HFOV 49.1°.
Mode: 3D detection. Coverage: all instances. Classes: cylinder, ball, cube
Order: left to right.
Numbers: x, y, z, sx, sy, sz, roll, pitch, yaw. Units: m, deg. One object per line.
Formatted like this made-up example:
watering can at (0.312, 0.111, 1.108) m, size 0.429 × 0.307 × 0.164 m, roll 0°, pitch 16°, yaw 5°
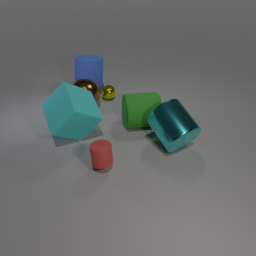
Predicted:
cube at (-2.038, -0.576, 10.257) m, size 1.400 × 1.400 × 1.400 m, roll 16°, pitch 40°, yaw -51°
ball at (-1.967, -1.545, 12.772) m, size 1.400 × 1.400 × 1.400 m, roll 0°, pitch 32°, yaw 0°
cylinder at (-1.957, -2.846, 14.029) m, size 1.400 × 1.400 × 1.400 m, roll 3°, pitch 24°, yaw -1°
cylinder at (-0.850, 0.839, 9.024) m, size 0.700 × 0.700 × 0.700 m, roll -2°, pitch 29°, yaw 1°
ball at (-0.950, -1.757, 13.750) m, size 0.700 × 0.700 × 0.700 m, roll 0°, pitch 32°, yaw 0°
cylinder at (0.543, -0.729, 11.420) m, size 1.400 × 1.400 × 1.400 m, roll -5°, pitch 32°, yaw -10°
cylinder at (1.625, -0.081, 9.969) m, size 1.400 × 1.400 × 1.400 m, roll -20°, pitch 64°, yaw -29°
